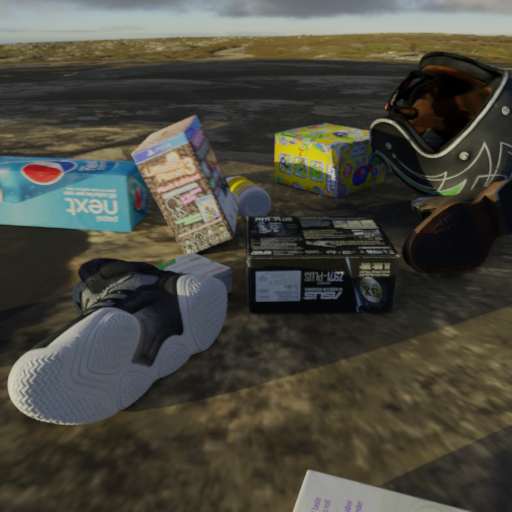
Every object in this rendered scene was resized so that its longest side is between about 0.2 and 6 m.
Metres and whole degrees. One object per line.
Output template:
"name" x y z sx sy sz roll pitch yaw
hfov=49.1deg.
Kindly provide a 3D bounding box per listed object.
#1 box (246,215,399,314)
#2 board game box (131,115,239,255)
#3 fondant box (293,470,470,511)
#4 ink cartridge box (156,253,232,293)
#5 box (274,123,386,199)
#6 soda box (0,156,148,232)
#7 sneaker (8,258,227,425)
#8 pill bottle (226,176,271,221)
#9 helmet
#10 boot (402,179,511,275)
"box" 0.814 0.070 7.737 1.917 0.825 1.570 -1 24 -2
"board game box" -1.063 -1.164 9.080 0.882 1.822 1.453 -21 20 10
"fondant box" 0.999 2.148 3.401 1.786 0.520 1.289 7 25 18
"ink cartridge box" -0.856 0.306 7.735 0.652 0.375 0.893 -21 28 -39
"box" 1.667 -2.186 12.496 1.786 1.131 1.855 22 31 40
"soda box" -3.662 -1.170 10.261 3.140 1.065 1.007 3 24 7
"sneaker" -1.645 0.770 5.990 1.563 1.036 2.746 15 22 31
"pill bottle" -0.259 -1.130 10.679 0.664 0.664 1.274 -10 26 -21
"helmet" 3.891 -2.375 10.920 2.697 2.828 2.828 32 36 25
"boot" 2.987 -0.396 9.033 2.966 1.108 1.438 -23 10 -34
